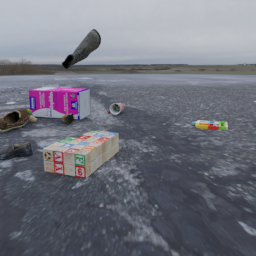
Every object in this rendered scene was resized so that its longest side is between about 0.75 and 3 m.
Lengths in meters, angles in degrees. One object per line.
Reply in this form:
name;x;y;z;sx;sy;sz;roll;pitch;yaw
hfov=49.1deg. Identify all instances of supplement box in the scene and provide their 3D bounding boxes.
supplement box;-3.286;-1.230;13.577;2.610;1.321;1.349;4;15;14

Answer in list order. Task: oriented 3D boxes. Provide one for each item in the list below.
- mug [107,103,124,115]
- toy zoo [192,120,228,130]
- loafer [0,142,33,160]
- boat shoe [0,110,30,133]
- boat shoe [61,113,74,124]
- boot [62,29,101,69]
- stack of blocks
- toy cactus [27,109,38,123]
mug;-0.625;-1.041;14.443;0.768;0.577;0.865;6;12;14
toy zoo;3.395;-0.132;11.664;1.417;0.145;0.930;4;15;15
loafer;-3.344;0.644;8.089;1.101;0.398;0.401;-9;18;-28
boat shoe;-4.476;-0.381;11.214;0.699;0.698;1.889;-37;8;26
boat shoe;-2.699;-0.397;12.271;0.427;0.438;1.157;-5;6;3
boot;-1.438;-2.347;8.596;1.436;0.486;0.938;-35;10;49
stack of blocks;-1.198;0.619;7.736;1.202;0.611;2.087;5;15;20
toy cactus;-4.504;-0.442;12.384;0.986;0.611;1.195;22;15;8
